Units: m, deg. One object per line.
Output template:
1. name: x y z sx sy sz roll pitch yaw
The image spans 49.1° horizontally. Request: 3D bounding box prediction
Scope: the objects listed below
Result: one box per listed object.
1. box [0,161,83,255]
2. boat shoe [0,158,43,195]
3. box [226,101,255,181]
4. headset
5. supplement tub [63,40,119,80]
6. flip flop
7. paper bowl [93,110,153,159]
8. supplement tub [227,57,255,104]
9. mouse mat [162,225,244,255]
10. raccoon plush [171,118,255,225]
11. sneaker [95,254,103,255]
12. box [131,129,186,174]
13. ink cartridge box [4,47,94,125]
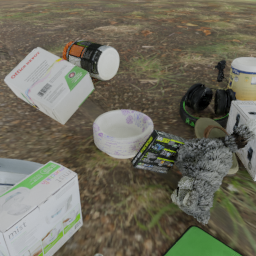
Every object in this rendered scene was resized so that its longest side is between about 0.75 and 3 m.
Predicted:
1. box: -1.647 1.660 5.074 0.777 1.417 1.606 19 36 29
2. boat shoe: -2.767 1.404 5.892 3.012 1.284 1.113 11 10 -46
3. box: 3.397 0.253 7.596 0.652 1.264 2.167 -2 30 -3
4. headset: 2.948 -1.164 9.845 1.832 1.394 2.967 16 46 23
5. supplement tub: -1.795 -3.253 13.195 2.534 1.553 1.553 24 38 33
6. flip flop: 2.497 0.366 7.880 0.942 0.669 2.323 -2 35 2
7. paper bowl: -0.135 0.224 8.003 1.692 0.880 1.692 1 31 -1
8. supplement tub: 4.273 -1.543 10.110 1.270 1.759 1.270 0 30 0
9. mouse mat: 1.529 2.649 4.745 2.049 0.077 1.649 27 40 36
10. raccoon plush: 1.857 0.848 5.920 1.161 2.399 1.608 32 28 -17
11. sneaker: -0.728 2.497 4.601 0.385 0.468 1.017 15 34 25
12. box: 0.783 0.601 6.733 1.089 1.052 0.259 16 27 -35
13. ink cartridge box: -2.710 -1.516 9.737 2.439 1.024 1.766 29 69 23
